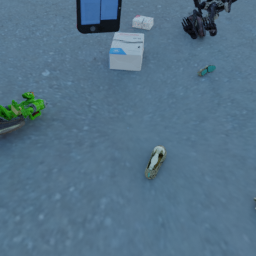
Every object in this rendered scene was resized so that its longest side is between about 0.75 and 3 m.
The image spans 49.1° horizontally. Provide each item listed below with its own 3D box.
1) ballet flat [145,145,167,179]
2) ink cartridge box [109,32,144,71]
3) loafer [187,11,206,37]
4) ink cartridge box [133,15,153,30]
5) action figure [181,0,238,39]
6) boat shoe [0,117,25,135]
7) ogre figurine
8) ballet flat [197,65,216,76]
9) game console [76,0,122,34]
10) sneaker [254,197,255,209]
[{"bbox_3d":[0.803,0.838,7.800,0.431,0.478,1.271,17,47,15],"label":"ballet flat"},{"bbox_3d":[-0.012,-3.356,11.765,1.293,0.745,2.233,4,45,4],"label":"ink cartridge box"},{"bbox_3d":[3.258,-4.899,13.386,0.734,0.838,2.332,-10,37,15],"label":"loafer"},{"bbox_3d":[0.749,-5.235,13.889,0.894,0.370,0.655,16,47,15],"label":"ink cartridge box"},{"bbox_3d":[1.619,-2.438,5.465,0.908,0.779,1.528,7,53,31],"label":"action figure"},{"bbox_3d":[-4.091,-0.081,8.388,1.872,0.686,0.697,-17,3,-16],"label":"boat shoe"},{"bbox_3d":[-3.326,-0.626,8.914,1.068,1.782,0.874,-29,93,-49],"label":"ogre figurine"},{"bbox_3d":[3.076,-2.306,11.083,0.862,0.292,0.324,-28,34,-23],"label":"ballet flat"},{"bbox_3d":[-0.935,-3.910,9.113,1.520,1.719,0.267,-6,48,-14],"label":"game console"},{"bbox_3d":[3.307,2.012,6.820,0.372,0.323,0.839,-11,40,10],"label":"sneaker"}]
